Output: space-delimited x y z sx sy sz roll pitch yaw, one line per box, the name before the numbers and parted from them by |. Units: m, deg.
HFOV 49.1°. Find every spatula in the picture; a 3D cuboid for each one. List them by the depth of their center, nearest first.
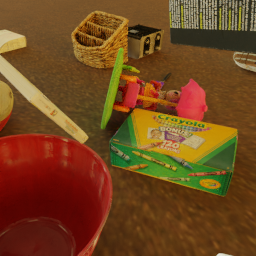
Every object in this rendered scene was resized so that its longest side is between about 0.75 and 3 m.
spatula | 1.279 -1.747 10.276 0.395 0.144 1.398 17 38 25

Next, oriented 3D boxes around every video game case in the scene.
video game case | -1.450 -0.521 4.423 0.185 1.468 1.613 -47 60 -6

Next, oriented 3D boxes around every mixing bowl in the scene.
mixing bowl | -1.648 1.519 4.199 2.883 1.561 2.883 1 34 0

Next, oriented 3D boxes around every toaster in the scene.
toaster | 0.461 -3.984 12.741 1.821 1.081 1.647 27 43 34

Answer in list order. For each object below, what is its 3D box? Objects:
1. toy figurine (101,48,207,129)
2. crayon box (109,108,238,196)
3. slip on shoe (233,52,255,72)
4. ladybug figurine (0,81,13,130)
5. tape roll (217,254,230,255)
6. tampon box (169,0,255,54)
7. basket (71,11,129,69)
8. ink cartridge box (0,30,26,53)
toy figurine | 0.802 -0.790 7.868 2.669 2.177 2.900 14 9 -4
crayon box | 1.076 0.447 6.474 2.611 0.761 1.551 13 36 18
slip on shoe | 5.234 -2.576 10.972 1.040 0.829 2.737 -51 29 5
ladybug figurine | -4.068 -0.484 7.650 1.868 0.990 2.751 -10 35 -14
tape roll | 0.941 2.390 1.879 0.959 2.743 2.743 8 35 14
tampon box | 1.759 -1.727 3.350 1.616 1.361 2.156 -19 28 -26
basket | -1.315 -3.743 11.741 1.737 1.814 2.434 -25 42 -32
ink cartridge box | -6.378 -4.044 13.321 1.912 0.671 2.352 26 38 33
